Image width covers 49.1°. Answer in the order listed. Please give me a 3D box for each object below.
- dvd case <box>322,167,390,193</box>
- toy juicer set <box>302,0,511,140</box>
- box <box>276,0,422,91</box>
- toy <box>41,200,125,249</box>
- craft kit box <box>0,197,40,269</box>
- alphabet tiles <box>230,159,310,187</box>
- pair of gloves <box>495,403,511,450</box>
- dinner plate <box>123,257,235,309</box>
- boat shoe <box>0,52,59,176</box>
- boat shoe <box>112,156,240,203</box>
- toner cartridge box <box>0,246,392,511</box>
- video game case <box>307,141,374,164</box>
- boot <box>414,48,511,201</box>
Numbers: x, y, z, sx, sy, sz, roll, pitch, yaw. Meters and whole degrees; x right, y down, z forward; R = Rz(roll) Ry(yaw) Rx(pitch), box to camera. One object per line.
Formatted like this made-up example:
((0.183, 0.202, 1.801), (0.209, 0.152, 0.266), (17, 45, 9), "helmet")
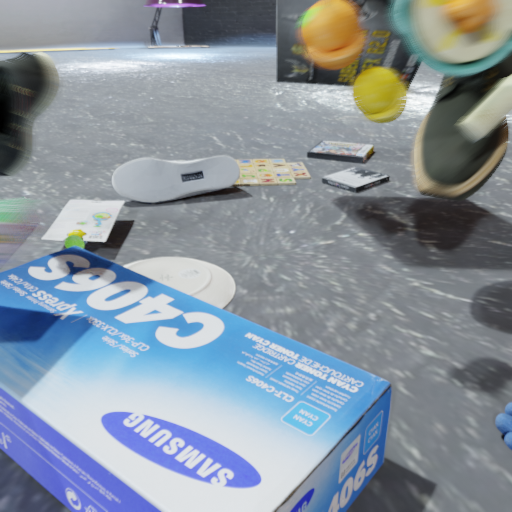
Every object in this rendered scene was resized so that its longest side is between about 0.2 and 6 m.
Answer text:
((2.189, -1.686, 12.297), (1.241, 0.154, 0.933), (-22, 33, -38), "dvd case")
((1.822, -2.026, 5.335), (2.923, 1.859, 0.795), (21, 16, -13), "toy juicer set")
((1.619, -3.892, 9.253), (2.576, 0.786, 3.253), (4, -10, 2), "box")
((-2.858, -0.492, 9.465), (0.987, 0.405, 1.714), (2, 24, -3), "toy")
((-2.871, 0.089, 4.781), (1.501, 0.364, 1.483), (-7, 37, 15), "craft kit box")
((-0.011, -1.953, 12.953), (2.382, 0.075, 1.982), (-2, 26, -4), "alphabet tiles")
((3.450, 1.536, 5.302), (2.057, 0.291, 2.558), (11, 26, 27), "pair of gloves")
((-1.281, 0.391, 7.812), (1.988, 0.241, 1.988), (1, 25, -1), "dinner plate")
((-2.781, -1.491, 6.192), (0.668, 1.826, 0.572), (52, 42, 4), "boat shoe")
((-1.633, -1.565, 11.428), (2.535, 0.899, 0.885), (-11, 0, -14), "boat shoe")
((-1.204, 1.173, 5.247), (4.378, 0.945, 2.079), (19, 32, 34), "toner cartridge box")
((2.183, -2.690, 14.400), (1.442, 0.184, 1.303), (10, 27, 20), "video game case")
((2.517, -2.333, 6.619), (1.130, 2.018, 2.918), (12, 64, 28), "boot")
